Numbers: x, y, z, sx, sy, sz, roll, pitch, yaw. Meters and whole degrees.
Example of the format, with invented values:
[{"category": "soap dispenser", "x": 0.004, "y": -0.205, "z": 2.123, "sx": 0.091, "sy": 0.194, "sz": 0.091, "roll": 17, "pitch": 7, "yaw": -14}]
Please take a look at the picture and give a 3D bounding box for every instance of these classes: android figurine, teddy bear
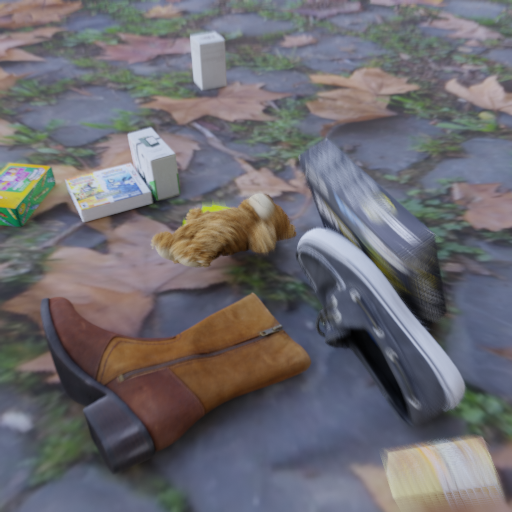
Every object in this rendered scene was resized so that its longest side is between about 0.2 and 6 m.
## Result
[{"category": "android figurine", "x": -0.699, "y": -0.569, "z": 9.798, "sx": 1.112, "sy": 0.228, "sz": 1.012, "roll": 7, "pitch": 40, "yaw": 10}, {"category": "teddy bear", "x": -0.465, "y": -0.427, "z": 8.733, "sx": 2.380, "sy": 0.794, "sz": 1.725, "roll": -14, "pitch": 16, "yaw": -19}]

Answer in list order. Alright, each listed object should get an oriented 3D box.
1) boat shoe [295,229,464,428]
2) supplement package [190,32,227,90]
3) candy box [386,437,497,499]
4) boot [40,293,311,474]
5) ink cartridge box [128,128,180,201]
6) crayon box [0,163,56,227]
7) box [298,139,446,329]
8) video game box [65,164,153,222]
[{"category": "boat shoe", "x": 1.297, "y": 0.896, "z": 7.142, "sx": 0.960, "sy": 1.013, "sz": 2.898, "roll": -29, "pitch": 69, "yaw": -24}, {"category": "supplement package", "x": -1.225, "y": -5.019, "z": 14.452, "sx": 0.709, "sy": 1.213, "sz": 0.711, "roll": -17, "pitch": 42, "yaw": -19}, {"category": "candy box", "x": 1.913, "y": 2.210, "z": 5.860, "sx": 1.034, "sy": 0.286, "sz": 0.597, "roll": -16, "pitch": -1, "yaw": 14}, {"category": "boot", "x": -1.111, "y": 1.028, "z": 7.281, "sx": 2.817, "sy": 0.965, "sz": 2.652, "roll": -24, "pitch": 45, "yaw": -28}, {"category": "ink cartridge box", "x": -1.957, "y": -1.764, "z": 10.731, "sx": 0.519, "sy": 0.901, "sz": 1.235, "roll": -21, "pitch": 43, "yaw": -21}, {"category": "crayon box", "x": -4.451, "y": -1.151, "z": 10.343, "sx": 0.875, "sy": 0.429, "sz": 1.473, "roll": 6, "pitch": 40, "yaw": 7}, {"category": "box", "x": 1.658, "y": -0.298, "z": 8.012, "sx": 0.596, "sy": 1.957, "sz": 2.428, "roll": -32, "pitch": 49, "yaw": -5}, {"category": "video game box", "x": -2.774, "y": -1.216, "z": 10.534, "sx": 1.327, "sy": 0.311, "sz": 1.209, "roll": -19, "pitch": 40, "yaw": -22}]
